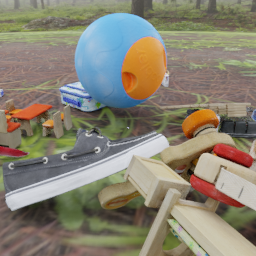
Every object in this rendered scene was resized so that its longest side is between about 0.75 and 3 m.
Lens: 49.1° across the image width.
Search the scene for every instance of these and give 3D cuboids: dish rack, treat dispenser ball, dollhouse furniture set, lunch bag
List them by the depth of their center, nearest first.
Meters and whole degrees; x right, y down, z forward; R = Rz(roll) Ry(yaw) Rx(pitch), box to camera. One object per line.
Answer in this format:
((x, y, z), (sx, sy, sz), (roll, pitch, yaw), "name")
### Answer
((1.166, 1.594, 3.462), (2.089, 1.313, 2.362), (17, 11, -30), "dollhouse furniture set")
((-2.793, -0.304, 7.503), (1.996, 1.028, 1.975), (6, 24, 15), "dollhouse furniture set")
((3.200, -0.255, 8.179), (1.323, 0.471, 1.725), (3, 21, 3), "dish rack")
((-0.206, -1.967, 8.387), (2.736, 2.736, 2.736), (0, 23, 0), "treat dispenser ball")
((-1.496, -1.167, 9.976), (1.760, 0.726, 1.415), (20, 33, 40), "lunch bag")

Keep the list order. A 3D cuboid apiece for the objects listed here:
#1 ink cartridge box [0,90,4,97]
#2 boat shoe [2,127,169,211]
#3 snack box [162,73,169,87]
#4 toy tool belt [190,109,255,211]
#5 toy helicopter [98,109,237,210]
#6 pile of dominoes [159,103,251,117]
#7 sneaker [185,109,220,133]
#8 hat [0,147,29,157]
((-5.444, -1.336, 10.985), (0.961, 0.213, 0.452), (-4, 22, -9), "ink cartridge box")
((-0.750, 0.475, 4.859), (2.889, 0.957, 1.010), (-20, -7, -3), "boat shoe")
((1.618, -2.302, 12.881), (0.171, 0.506, 1.407), (-3, 23, -7), "snack box")
((2.366, 0.344, 3.698), (2.982, 1.832, 1.862), (20, 0, -18), "toy tool belt")
((0.664, 0.804, 4.730), (2.414, 1.596, 0.952), (-24, 58, 4), "toy helicopter")
((2.099, -0.481, 7.904), (1.776, 0.363, 2.279), (-5, 4, -37), "pile of dominoes")
((2.028, -0.143, 7.741), (0.902, 0.598, 1.585), (5, 18, 14), "sneaker")
((-4.378, 0.706, 6.183), (2.709, 2.385, 2.244), (-26, 17, 35), "hat")
